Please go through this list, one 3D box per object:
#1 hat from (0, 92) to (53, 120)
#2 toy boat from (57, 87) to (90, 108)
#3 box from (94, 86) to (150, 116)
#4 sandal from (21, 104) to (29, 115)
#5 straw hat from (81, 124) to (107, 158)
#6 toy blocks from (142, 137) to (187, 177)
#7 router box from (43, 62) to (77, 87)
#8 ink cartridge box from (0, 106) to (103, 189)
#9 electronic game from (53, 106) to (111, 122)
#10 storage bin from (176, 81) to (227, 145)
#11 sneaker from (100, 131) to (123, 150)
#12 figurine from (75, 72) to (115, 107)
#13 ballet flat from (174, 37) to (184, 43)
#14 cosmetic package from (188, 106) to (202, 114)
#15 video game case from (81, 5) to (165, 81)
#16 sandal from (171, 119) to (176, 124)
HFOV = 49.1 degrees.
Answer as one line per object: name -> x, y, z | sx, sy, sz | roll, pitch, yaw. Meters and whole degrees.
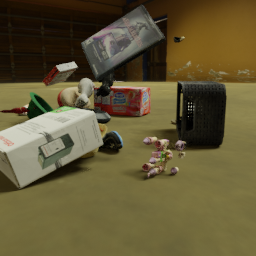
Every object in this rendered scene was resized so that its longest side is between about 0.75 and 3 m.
hat -> -4.211, -0.406, 12.075 | 1.769, 1.665, 2.010 | -42, 38, 2
toy boat -> -3.098, -1.373, 15.115 | 1.378, 1.375, 2.107 | -28, 0, 23
box -> -0.304, -1.424, 14.377 | 2.740, 1.366, 1.308 | 5, 13, 27
sandal -> -4.992, -1.029, 14.561 | 0.696, 0.520, 1.815 | 6, 13, 26
straw hat -> -1.081, 0.450, 7.358 | 1.363, 0.577, 1.363 | -12, 26, 6
toy blocks -> 0.687, 0.634, 6.052 | 0.869, 0.812, 0.731 | 10, 9, 32
router box -> -3.111, -2.482, 12.886 | 1.172, 0.319, 1.306 | -36, 0, 33
ink cartridge box -> -1.871, 0.301, 6.296 | 2.072, 0.871, 1.512 | -27, 25, -33
electronic game -> -2.013, -0.567, 12.327 | 2.520, 0.524, 2.520 | 7, 9, -1
storage bin -> 2.324, -0.600, 9.368 | 1.273, 1.835, 2.715 | 1, 12, 7
sneaker -> -0.789, 0.394, 8.074 | 1.582, 0.561, 0.655 | 8, 31, 37
figurine -> -1.660, -1.876, 13.690 | 2.050, 0.883, 2.000 | -23, 33, 19
ballet flat -> 2.140, -3.774, 11.888 | 0.273, 0.233, 0.821 | -38, 20, -6
cosmetic package -> 3.445, -0.861, 14.159 | 1.052, 0.361, 1.395 | 3, 12, 5
video game case -> -0.200, -2.314, 7.550 | 2.042, 1.459, 0.194 | -30, -31, 9
sandal -> 2.228, -0.278, 11.571 | 0.436, 0.293, 1.084 | -7, 14, -31
